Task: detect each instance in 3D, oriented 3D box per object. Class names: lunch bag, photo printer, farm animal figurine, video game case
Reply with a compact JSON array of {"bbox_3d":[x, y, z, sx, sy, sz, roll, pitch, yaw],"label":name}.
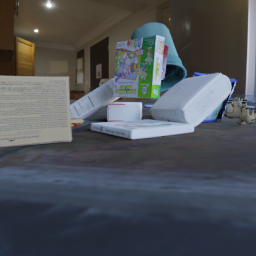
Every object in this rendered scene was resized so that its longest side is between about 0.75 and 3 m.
[{"bbox_3d":[4.091,-1.436,13.426,2.417,2.055,1.540,-3,28,-37],"label":"lunch bag"},{"bbox_3d":[2.363,-1.127,11.529,2.486,1.038,2.988,-41,18,-15],"label":"photo printer"},{"bbox_3d":[5.120,-0.655,12.284,2.050,1.069,2.028,-22,23,-40],"label":"farm animal figurine"},{"bbox_3d":[0.476,-0.016,9.945,2.751,0.326,2.504,-5,9,-36],"label":"video game case"}]

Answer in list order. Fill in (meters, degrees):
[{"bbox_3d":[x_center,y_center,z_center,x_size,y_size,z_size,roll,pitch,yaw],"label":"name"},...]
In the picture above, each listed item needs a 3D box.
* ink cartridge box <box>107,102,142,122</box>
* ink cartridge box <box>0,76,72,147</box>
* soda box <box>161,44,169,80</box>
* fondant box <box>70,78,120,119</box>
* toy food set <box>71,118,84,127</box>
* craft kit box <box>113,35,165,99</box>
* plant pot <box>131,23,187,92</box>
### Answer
[{"bbox_3d":[-0.106,-0.842,14.174,1.575,0.890,2.150,1,7,5],"label":"ink cartridge box"},{"bbox_3d":[-2.752,-0.485,7.656,2.241,1.846,0.842,-4,8,-28],"label":"ink cartridge box"},{"bbox_3d":[1.055,-2.401,10.380,0.524,1.654,0.579,-39,65,-19],"label":"soda box"},{"bbox_3d":[-1.420,-1.379,13.615,2.780,0.810,2.006,-28,2,16],"label":"fondant box"},{"bbox_3d":[-2.502,-0.234,11.735,1.278,0.314,1.291,-2,8,-17],"label":"toy food set"},{"bbox_3d":[0.312,-2.032,9.666,0.490,1.993,2.018,-3,7,-41],"label":"craft kit box"},{"bbox_3d":[1.224,-3.303,12.963,2.502,2.450,2.502,-7,-20,-3],"label":"plant pot"}]
